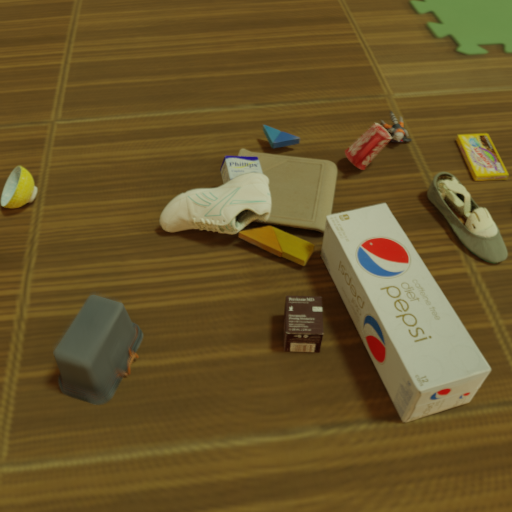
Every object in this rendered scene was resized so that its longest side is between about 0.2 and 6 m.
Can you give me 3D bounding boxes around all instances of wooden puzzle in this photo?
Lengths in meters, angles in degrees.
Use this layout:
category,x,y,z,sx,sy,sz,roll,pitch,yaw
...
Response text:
category,x,y,z,sx,sy,sz,roll,pitch,yaw
wooden puzzle,0.542,-1.387,12.162,2.446,0.424,3.625,16,53,8

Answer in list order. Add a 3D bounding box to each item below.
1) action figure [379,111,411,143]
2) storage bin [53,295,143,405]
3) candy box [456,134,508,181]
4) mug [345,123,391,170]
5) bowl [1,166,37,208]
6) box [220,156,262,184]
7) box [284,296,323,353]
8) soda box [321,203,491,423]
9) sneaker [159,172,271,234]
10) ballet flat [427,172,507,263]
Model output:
category,x,y,z,sx,sy,sz,roll,pitch,yaw
action figure,3.228,-3.031,13.425,0.969,0.507,0.937,-2,40,-6
storage bin,-2.612,1.501,9.346,1.150,1.061,1.580,15,53,11
candy box,5.232,-2.303,13.013,0.749,0.193,1.465,-4,51,-1
mug,2.533,-2.400,12.491,0.613,0.919,0.816,27,34,-27
bowl,-5.016,-1.399,12.000,0.503,0.935,0.935,24,38,-38
box,-0.289,-1.675,11.820,0.761,0.434,0.827,-2,54,-19
box,0.821,1.203,9.853,0.655,0.648,0.789,1,51,1
soda box,2.402,0.837,9.800,1.278,1.194,3.751,-13,52,-11
sneaker,-0.824,-0.868,11.186,2.391,0.841,0.958,-18,65,12
ballet flat,4.318,-0.847,11.471,0.780,0.737,2.314,-19,54,-15
